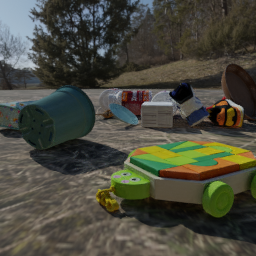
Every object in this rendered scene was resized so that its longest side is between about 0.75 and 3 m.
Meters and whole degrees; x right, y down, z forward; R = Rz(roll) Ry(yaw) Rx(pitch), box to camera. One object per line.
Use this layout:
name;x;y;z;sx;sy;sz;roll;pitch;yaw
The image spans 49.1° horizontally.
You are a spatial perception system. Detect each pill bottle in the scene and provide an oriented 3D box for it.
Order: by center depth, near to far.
pill bottle;1.765;-1.149;13.315;1.237;1.237;2.204;2;10;10
pill bottle;0.125;-1.257;13.984;2.134;1.205;1.205;-1;10;4
pill bottle;-0.810;-1.596;15.784;1.242;1.242;2.199;2;10;9

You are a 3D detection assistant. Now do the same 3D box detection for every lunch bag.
lunch bag;-3.759;-0.492;10.216;1.639;0.999;1.396;6;12;22

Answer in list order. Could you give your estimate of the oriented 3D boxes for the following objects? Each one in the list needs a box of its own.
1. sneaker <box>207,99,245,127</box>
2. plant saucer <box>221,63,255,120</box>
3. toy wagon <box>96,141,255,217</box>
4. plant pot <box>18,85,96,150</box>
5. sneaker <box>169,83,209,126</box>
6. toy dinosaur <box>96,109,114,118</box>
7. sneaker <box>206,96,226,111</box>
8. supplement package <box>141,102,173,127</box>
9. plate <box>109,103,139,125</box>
sneaker;3.674;-0.667;11.385;1.192;0.926;2.649;2;12;-3
plant saucer;5.140;-1.593;12.719;2.809;2.809;0.484;-8;-16;-40
toy wagon;0.827;0.723;4.571;2.801;0.554;2.173;-6;11;-29
plant pot;-1.983;-0.234;7.623;1.613;1.613;1.579;5;19;25
sneaker;2.408;-1.105;11.267;1.070;1.529;2.647;-31;7;9
toy dinosaur;-1.010;-0.628;12.957;0.863;0.491;1.625;-18;-6;23
sneaker;4.536;-1.268;13.519;2.375;1.372;0.931;-4;11;-20
supplement package;1.161;-0.561;11.046;1.179;0.840;1.514;2;9;8
plate;-0.204;-0.521;11.213;1.388;0.177;1.388;28;22;-13
